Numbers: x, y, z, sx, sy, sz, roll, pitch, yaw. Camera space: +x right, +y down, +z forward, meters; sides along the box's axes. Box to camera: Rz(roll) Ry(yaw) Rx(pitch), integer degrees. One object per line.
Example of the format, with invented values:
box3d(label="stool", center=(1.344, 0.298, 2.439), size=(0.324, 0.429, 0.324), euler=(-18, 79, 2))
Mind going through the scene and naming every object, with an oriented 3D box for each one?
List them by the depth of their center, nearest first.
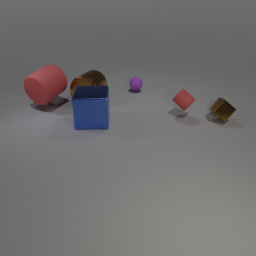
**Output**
box3d(label="cube", center=(-1.499, -0.870, 11.688), size=(1.400, 1.400, 1.400), euler=(-1, 29, -2))
box3d(label="cube", center=(3.982, -0.788, 11.860), size=(0.700, 0.700, 0.700), euler=(38, 11, -9))
box3d(label="cylinder", center=(2.393, -1.213, 12.022), size=(0.700, 0.700, 0.700), euler=(45, 43, 9))
box3d(label="cylinder", center=(-3.718, -1.973, 12.703), size=(1.400, 1.400, 1.400), euler=(14, 40, 24))
box3d(label="cylinder", center=(-1.879, -1.985, 13.599), size=(1.400, 1.400, 1.400), euler=(8, 26, 14))
box3d(label="ball", center=(0.429, -2.353, 14.823), size=(0.700, 0.700, 0.700), euler=(0, 29, 0))
